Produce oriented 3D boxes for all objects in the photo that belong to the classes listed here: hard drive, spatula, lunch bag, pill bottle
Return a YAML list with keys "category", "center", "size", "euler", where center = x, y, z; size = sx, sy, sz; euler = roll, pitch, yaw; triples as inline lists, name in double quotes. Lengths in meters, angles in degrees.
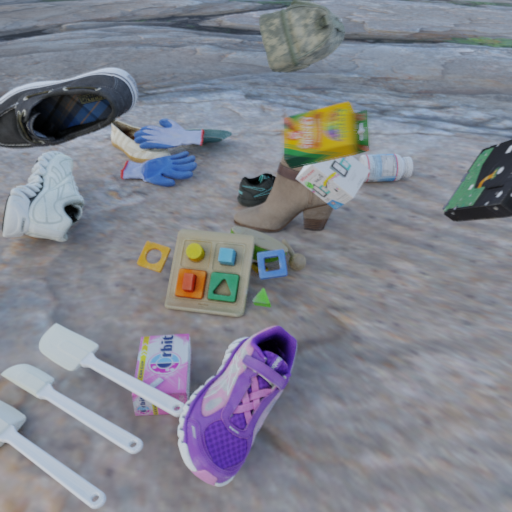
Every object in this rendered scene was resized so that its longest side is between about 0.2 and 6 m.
- category: "hard drive"
  center: [2.990, -0.943, 6.917]
  size: [0.295, 1.089, 1.559]
  euler: [35, -3, -6]
- category: "spatula"
  center: [-2.506, 2.073, 7.487]
  size: [2.873, 0.231, 1.998]
  euler: [20, 47, 30]
- category: "lunch bag"
  center: [0.961, -4.311, 10.942]
  size: [1.392, 1.157, 1.660]
  euler: [-10, 13, 19]
- category: "pill bottle"
  center: [3.257, -2.222, 14.121]
  size: [1.253, 0.681, 0.681]
  euler: [-2, 33, -6]

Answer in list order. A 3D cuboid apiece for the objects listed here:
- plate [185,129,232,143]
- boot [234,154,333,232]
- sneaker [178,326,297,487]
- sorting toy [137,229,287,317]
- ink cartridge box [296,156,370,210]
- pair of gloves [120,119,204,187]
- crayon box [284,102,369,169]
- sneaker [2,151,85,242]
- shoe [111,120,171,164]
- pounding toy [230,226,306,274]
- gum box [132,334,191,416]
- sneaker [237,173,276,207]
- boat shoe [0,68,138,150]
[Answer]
- category: "plate"
  center: [-1.507, -3.376, 15.879]
  size: [1.659, 0.212, 1.659]
  euler: [-1, 4, 0]
- category: "boot"
  center: [0.630, -1.360, 11.848]
  size: [2.275, 1.663, 0.799]
  euler: [2, 35, 5]
- category: "sneaker"
  center: [-0.113, 1.758, 7.273]
  size: [0.999, 1.098, 2.484]
  euler: [43, 37, -8]
- category: "sorting toy"
  center: [-0.839, 0.243, 9.859]
  size: [2.747, 0.374, 1.547]
  euler: [6, 71, 10]
- category: "ink cartridge box"
  center: [1.372, -1.468, 10.104]
  size: [0.963, 0.706, 0.703]
  euler: [37, 67, -8]
- category: "pair of gloves"
  center: [-2.396, -2.750, 14.612]
  size: [1.983, 0.281, 2.466]
  euler: [2, 54, 8]
- category: "crayon box"
  center: [0.736, -1.296, 5.958]
  size: [0.880, 0.223, 0.559]
  euler: [-10, 63, 22]
- category: "sneaker"
  center: [-4.441, -1.280, 12.382]
  size: [1.367, 1.267, 3.372]
  euler: [13, 30, -12]
- category: "shoe"
  center: [-3.285, -3.146, 15.548]
  size: [0.899, 0.686, 2.571]
  euler: [-28, 42, -36]
- category: "pounding toy"
  center: [0.096, 0.010, 10.827]
  size: [1.496, 0.694, 1.154]
  euler: [15, 16, -30]
- category: "gum box"
  center: [-1.355, 1.691, 8.226]
  size: [0.742, 0.432, 1.308]
  euler: [-2, 33, -3]
- category: "sneaker"
  center: [0.424, -1.553, 13.088]
  size: [1.726, 0.684, 0.651]
  euler: [-6, 31, -12]
- category: "boat shoe"
  center: [-2.370, -1.588, 6.484]
  size: [2.111, 0.738, 0.699]
  euler: [-7, 34, 18]
